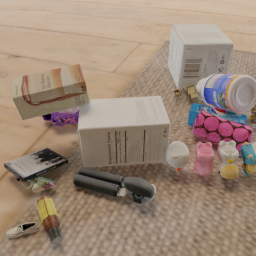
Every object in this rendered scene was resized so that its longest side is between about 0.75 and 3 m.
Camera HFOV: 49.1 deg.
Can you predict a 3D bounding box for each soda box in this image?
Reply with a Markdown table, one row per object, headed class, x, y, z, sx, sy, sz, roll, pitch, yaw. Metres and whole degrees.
| class | x | y | z | sx | sy | sz | roll | pitch | yaw |
| --- | --- | --- | --- | --- | --- | --- | --- | --- | --- |
| soda box | 3.368 | -0.307 | 10.663 | 2.039 | 0.692 | 0.654 | 16 | 40 | 20 |

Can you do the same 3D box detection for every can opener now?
| class | x | y | z | sx | sy | sz | roll | pitch | yaw |
| --- | --- | --- | --- | --- | --- | --- | --- | --- | --- |
| can opener | -0.397 | 1.577 | 8.231 | 2.552 | 0.848 | 0.672 | 8 | 37 | 18 |

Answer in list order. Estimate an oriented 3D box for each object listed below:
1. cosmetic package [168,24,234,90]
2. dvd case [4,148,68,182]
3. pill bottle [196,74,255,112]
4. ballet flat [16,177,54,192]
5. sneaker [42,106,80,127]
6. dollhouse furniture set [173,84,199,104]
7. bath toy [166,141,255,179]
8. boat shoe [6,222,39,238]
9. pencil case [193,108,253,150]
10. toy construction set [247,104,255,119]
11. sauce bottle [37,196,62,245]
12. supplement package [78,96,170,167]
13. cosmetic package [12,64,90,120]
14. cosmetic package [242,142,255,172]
| class | x | y | z | sx | sy | sz | roll | pitch | yaw |
| --- | --- | --- | --- | --- | --- | --- | --- | --- | --- |
| cosmetic package | 3.305 | -3.459 | 13.427 | 2.253 | 2.267 | 2.709 | -2 | 38 | -3 |
| dvd case | -2.886 | 1.113 | 8.857 | 1.181 | 0.194 | 1.571 | 21 | 29 | 37 |
| pill bottle | 3.789 | -1.444 | 11.133 | 1.368 | 1.368 | 2.442 | -14 | 15 | -17 |
| ballet flat | -2.832 | 1.652 | 8.439 | 1.326 | 0.458 | 0.472 | 14 | 58 | 25 |
| sneaker | -2.308 | -0.468 | 10.743 | 2.560 | 1.030 | 1.132 | 15 | 47 | 25 |
| dollhouse furniture set | 2.505 | -1.243 | 12.068 | 0.966 | 0.607 | 1.092 | -15 | 34 | 14 |
| bath toy | 2.506 | 1.029 | 8.736 | 2.634 | 0.974 | 1.146 | 2 | 54 | 6 |
| boat shoe | -2.752 | 2.624 | 7.266 | 0.801 | 0.263 | 0.288 | -7 | 39 | -9 |
| pencil case | 3.327 | 0.072 | 9.870 | 2.021 | 0.917 | 0.947 | 22 | 85 | 15 |
| toy construction set | 5.051 | -0.624 | 11.012 | 1.083 | 1.175 | 1.409 | -23 | 49 | 0 |
| sauce bottle | -2.068 | 2.419 | 7.395 | 0.454 | 0.454 | 1.377 | -15 | 41 | -19 |
| supplement package | -0.175 | 0.101 | 9.345 | 2.780 | 1.665 | 1.686 | -3 | 38 | -4 |
| cosmetic package | -2.432 | -1.177 | 8.930 | 2.202 | 0.961 | 1.138 | -16 | 48 | -9 |
| cosmetic package | 4.744 | 1.185 | 8.767 | 0.978 | 0.687 | 1.929 | -29 | 45 | -31 |
